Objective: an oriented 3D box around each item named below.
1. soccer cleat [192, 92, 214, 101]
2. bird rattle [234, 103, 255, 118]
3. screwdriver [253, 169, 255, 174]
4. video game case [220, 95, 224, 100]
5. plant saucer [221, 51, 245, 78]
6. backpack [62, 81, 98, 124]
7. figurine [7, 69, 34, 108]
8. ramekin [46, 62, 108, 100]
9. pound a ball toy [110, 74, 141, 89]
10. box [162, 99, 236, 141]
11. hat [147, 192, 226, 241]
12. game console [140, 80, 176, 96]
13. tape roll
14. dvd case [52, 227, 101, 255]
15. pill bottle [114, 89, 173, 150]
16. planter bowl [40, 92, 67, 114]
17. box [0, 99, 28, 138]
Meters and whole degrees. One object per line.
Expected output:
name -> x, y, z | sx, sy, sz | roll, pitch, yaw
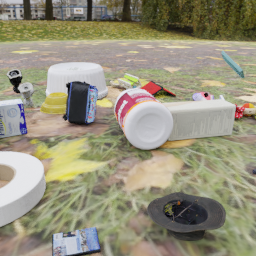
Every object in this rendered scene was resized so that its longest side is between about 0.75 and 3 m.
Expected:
soccer cleat -> 3.271, -1.309, 12.076 | 0.596, 0.640, 1.748 | -3, 22, -7
bird rattle -> 4.531, -0.621, 10.620 | 1.532, 0.863, 1.249 | -8, 7, 17
screwdriver -> 3.560, 1.037, 6.829 | 1.046, 0.152, 0.146 | -5, 24, -2
video game case -> 3.299, -0.628, 9.959 | 0.082, 0.941, 0.673 | 4, 22, 9
plant saucer -> 3.115, -1.894, 8.359 | 0.102, 0.377, 1.080 | -34, 49, 10
backpack -> -1.689, -0.966, 10.246 | 1.115, 1.514, 1.658 | 7, 10, -6
figurine -> -4.046, -1.446, 10.744 | 0.530, 1.202, 1.232 | -36, 75, -27
ramekin -> -2.465, -2.292, 13.504 | 3.008, 1.401, 3.008 | 1, 22, 0
pound a ball toy -> -0.122, -2.260, 14.710 | 1.009, 0.657, 1.547 | -37, 34, -16
box -> 2.204, -0.285, 8.992 | 2.213, 1.051, 0.860 | -4, 21, -13
hat -> 1.000, 1.631, 4.875 | 1.327, 0.535, 1.327 | -3, 13, 1
game console -> 1.417, -1.738, 13.843 | 1.279, 0.881, 1.484 | -35, 26, -2
tape roll -> -3.032, 1.236, 5.924 | 2.510, 0.459, 2.510 | 0, 21, 0
dvd case -> -0.878, 1.935, 4.708 | 0.771, 0.068, 0.550 | -5, 23, -13
pill bottle -> 0.354, -0.429, 8.836 | 1.423, 1.423, 2.519 | -5, 21, -11
planter bowl -> -2.892, -1.107, 11.591 | 1.529, 0.637, 1.529 | 0, 21, 0
box -> -3.911, -0.289, 8.937 | 1.165, 1.072, 0.611 | -11, 25, -25
